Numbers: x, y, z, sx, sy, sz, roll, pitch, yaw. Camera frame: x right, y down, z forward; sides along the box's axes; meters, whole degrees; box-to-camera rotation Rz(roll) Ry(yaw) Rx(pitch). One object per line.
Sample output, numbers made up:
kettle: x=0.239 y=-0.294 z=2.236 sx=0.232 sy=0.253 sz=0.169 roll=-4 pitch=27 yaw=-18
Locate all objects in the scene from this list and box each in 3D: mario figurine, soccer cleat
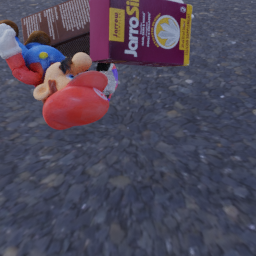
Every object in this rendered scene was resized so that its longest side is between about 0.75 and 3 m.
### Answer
mario figurine: x=-1.132 y=-1.087 z=4.565 sx=1.578 sy=1.355 sz=2.557 roll=-32 pitch=57 yaw=-26
soccer cleat: x=-0.481 y=-1.009 z=6.704 sx=0.578 sy=0.620 sz=1.694 roll=-22 pitch=41 yaw=20

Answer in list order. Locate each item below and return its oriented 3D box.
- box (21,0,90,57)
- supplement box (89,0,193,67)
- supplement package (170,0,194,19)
box: x=-1.206 y=-2.269 z=6.501 sx=2.306 sy=0.864 sz=1.155 roll=-18 pitch=65 yaw=7
supplement box: x=0.226 y=-1.657 z=4.902 sx=1.651 sy=1.080 sz=0.852 roll=-4 pitch=11 yaw=-29
supplement package: x=0.606 y=-4.264 z=9.486 sx=2.820 sy=1.688 sz=1.709 roll=51 pitch=31 yaw=-4
